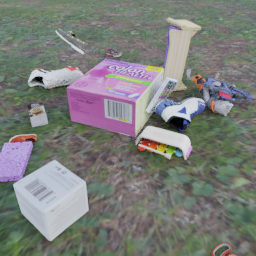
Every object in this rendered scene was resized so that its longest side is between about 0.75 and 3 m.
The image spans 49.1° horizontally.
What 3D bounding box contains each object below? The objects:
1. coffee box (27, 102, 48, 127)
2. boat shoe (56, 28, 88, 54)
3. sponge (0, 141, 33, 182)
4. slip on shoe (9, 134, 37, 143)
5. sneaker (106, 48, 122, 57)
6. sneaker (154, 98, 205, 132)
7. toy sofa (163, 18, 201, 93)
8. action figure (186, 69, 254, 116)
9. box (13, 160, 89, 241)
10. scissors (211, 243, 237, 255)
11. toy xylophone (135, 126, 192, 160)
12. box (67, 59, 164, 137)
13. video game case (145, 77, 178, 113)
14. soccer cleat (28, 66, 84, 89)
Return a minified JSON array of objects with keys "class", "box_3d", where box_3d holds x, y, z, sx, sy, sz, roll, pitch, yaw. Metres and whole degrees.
[{"class":"coffee box","box_3d":[-3.343,-0.506,10.336,0.576,0.407,1.019,-13,37,-19]},{"class":"boat shoe","box_3d":[-2.111,-3.353,10.554,1.509,0.451,0.539,40,10,18]},{"class":"sponge","box_3d":[-3.440,0.968,8.350,0.861,0.230,1.544,-2,34,-3]},{"class":"slip on shoe","box_3d":[-3.414,0.400,9.130,0.874,0.324,0.267,-8,39,-20]},{"class":"sneaker","box_3d":[-0.793,-4.248,15.810,0.976,0.365,0.394,12,36,16]},{"class":"sneaker","box_3d":[1.989,-0.402,9.979,1.971,0.796,1.138,-7,52,-28]},{"class":"toy sofa","box_3d":[1.875,-3.020,11.810,1.411,2.892,1.198,-9,37,-21]},{"class":"action figure","box_3d":[3.620,-1.360,11.273,2.537,1.327,2.454,16,37,-21]},{"class":"box","box_3d":[-1.775,1.662,6.616,1.214,1.045,1.220,26,41,33]},{"class":"scissors","box_3d":[1.665,2.895,5.697,1.554,0.108,0.568,-22,43,-27]},{"class":"toy xylophone","box_3d":[1.042,0.505,8.819,1.829,0.459,1.339,21,40,28]},{"class":"box","box_3d":[-0.339,-1.283,10.556,2.596,1.427,2.952,14,36,20]},{"class":"video game case","box_3d":[1.235,-1.174,10.084,0.171,1.355,1.487,36,17,14]},{"class":"soccer cleat","box_3d":[-3.209,-2.169,12.453,2.546,0.874,1.085,4,43,12]}]
